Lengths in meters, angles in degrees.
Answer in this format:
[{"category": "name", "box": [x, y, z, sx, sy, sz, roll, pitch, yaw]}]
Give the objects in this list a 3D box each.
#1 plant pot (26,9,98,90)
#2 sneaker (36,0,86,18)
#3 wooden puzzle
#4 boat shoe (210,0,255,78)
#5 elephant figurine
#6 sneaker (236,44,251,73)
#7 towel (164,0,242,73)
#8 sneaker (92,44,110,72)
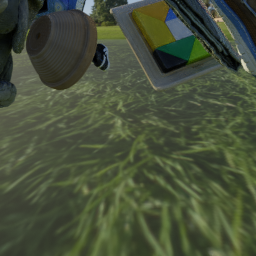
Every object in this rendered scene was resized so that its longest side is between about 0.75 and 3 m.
[{"category": "plant pot", "box": [-0.932, -1.055, 3.543, 1.071, 1.071, 0.495, 19, 2, 40]}, {"category": "sneaker", "box": [-2.274, -3.614, 8.307, 1.277, 1.125, 2.864, 17, -3, -30]}, {"category": "wooden puzzle", "box": [1.321, -2.616, 7.610, 2.740, 0.552, 2.962, -23, 72, -17]}, {"category": "boat shoe", "box": [2.336, -2.397, 5.323, 1.027, 2.837, 1.025, -24, 16, 41]}, {"category": "elephant figurine", "box": [-2.250, -1.813, 4.378, 2.296, 2.959, 2.094, 47, 29, 22]}, {"category": "sneaker", "box": [3.240, -2.792, 7.862, 1.044, 2.576, 0.968, -14, 7, -26]}, {"category": "towel", "box": [0.704, -1.558, 3.553, 0.295, 1.646, 1.709, -38, 24, 27]}, {"category": "sneaker", "box": [-0.727, -1.815, 6.724, 0.511, 0.334, 0.914, 29, 35, -48]}]
